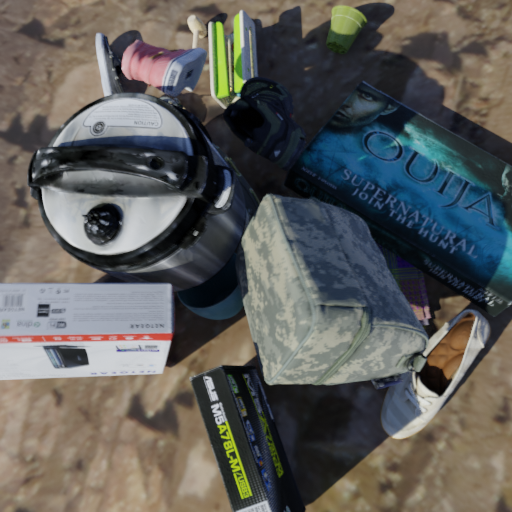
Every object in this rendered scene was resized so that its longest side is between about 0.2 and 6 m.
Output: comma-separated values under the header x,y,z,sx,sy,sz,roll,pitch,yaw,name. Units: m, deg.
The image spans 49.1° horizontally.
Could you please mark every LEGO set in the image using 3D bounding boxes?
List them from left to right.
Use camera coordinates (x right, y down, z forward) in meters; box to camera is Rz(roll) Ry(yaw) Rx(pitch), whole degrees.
x,y,z,sx,sy,sz,roll,pitch,yaw,name
-2.206,-3.412,12.312,1.568,0.684,2.415,-5,75,-1,LEGO set

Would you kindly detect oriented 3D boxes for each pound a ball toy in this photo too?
x,y,z,sx,sy,sz,roll,pitch,yaw,name
-0.702,-4.413,12.600,1.454,0.947,2.230,-10,73,24,pound a ball toy

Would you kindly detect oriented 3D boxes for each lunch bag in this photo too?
x,y,z,sx,sy,sz,roll,pitch,yaw,name
1.252,0.617,9.277,2.505,2.081,2.986,3,46,-23,lunch bag

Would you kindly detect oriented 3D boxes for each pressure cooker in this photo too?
x,y,z,sx,sy,sz,roll,pitch,yaw,name
-1.867,-1.015,9.478,3.002,3.414,3.049,-37,71,4,pressure cooker

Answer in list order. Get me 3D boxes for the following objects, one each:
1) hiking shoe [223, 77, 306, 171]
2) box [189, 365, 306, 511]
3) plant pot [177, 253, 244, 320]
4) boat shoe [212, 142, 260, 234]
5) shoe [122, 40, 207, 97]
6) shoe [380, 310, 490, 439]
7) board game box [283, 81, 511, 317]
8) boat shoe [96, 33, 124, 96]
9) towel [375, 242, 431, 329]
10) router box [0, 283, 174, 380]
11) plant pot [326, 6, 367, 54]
x,y,z,sx,sy,sz,roll,pitch,yaw,name
0.011,-2.710,10.393,1.312,0.987,2.607,17,34,-34,hiking shoe
-0.048,3.251,9.378,0.673,2.735,2.832,-23,75,8,box
-0.711,0.704,10.933,1.393,0.938,1.393,-14,46,16,plant pot
-0.824,-1.644,11.712,0.830,0.992,2.776,-18,69,-46,boat shoe
-1.627,-3.507,10.201,1.036,2.277,0.813,23,116,-2,shoe
3.276,2.161,10.469,1.011,0.772,2.891,37,89,28,shoe
3.370,-1.352,11.290,4.744,0.668,3.209,33,60,8,board game box
-3.219,-4.212,12.599,0.573,0.604,1.729,-10,76,-9,boat shoe
2.418,0.255,11.500,1.910,0.303,2.660,-6,74,-1,towel
-3.154,1.345,9.410,3.368,3.023,0.823,0,67,-12,router box
1.985,-5.098,12.790,0.850,0.850,0.807,21,88,6,plant pot
